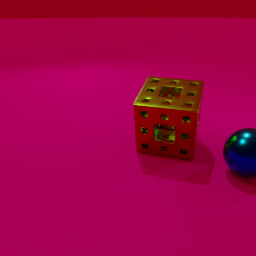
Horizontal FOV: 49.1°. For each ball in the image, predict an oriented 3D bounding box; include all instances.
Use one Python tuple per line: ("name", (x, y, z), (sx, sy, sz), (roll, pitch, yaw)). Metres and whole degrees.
("ball", (2.311, 0.467, 5.348), (0.951, 0.951, 0.951), (0, 23, 0))

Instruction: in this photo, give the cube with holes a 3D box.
("cube with holes", (0.933, -0.252, 6.246), (1.269, 1.269, 1.269), (8, 39, 16))
